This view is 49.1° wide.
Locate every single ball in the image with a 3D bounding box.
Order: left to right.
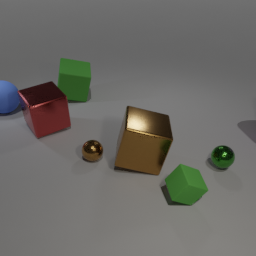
[{"bbox_3d":[-5.370,-1.324,12.010,1.400,1.400,1.400,0,29,0],"label":"ball"},{"bbox_3d":[-1.145,0.726,9.054,0.700,0.700,0.700,0,29,0],"label":"ball"},{"bbox_3d":[2.889,0.873,8.537,0.700,0.700,0.700,0,29,0],"label":"ball"}]

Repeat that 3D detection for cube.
[{"bbox_3d":[-3.157,-0.725,10.629,1.400,1.400,1.400,-23,43,-27],"label":"cube"},{"bbox_3d":[-2.550,-2.253,13.148,1.400,1.400,1.400,6,40,-15],"label":"cube"},{"bbox_3d":[0.455,0.363,8.596,1.400,1.400,1.400,13,32,-6],"label":"cube"},{"bbox_3d":[1.507,1.479,7.298,0.700,0.700,0.700,21,33,-28],"label":"cube"}]
